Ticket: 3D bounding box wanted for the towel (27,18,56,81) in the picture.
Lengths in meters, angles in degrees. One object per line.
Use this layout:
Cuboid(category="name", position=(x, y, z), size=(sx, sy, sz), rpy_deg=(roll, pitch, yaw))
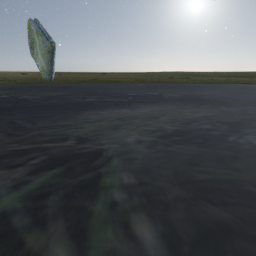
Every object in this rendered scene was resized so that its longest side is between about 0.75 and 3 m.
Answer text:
Cuboid(category="towel", position=(-2.305, -2.093, 7.454), size=(0.326, 1.160, 1.355), rpy_deg=(-21, 59, -30))
